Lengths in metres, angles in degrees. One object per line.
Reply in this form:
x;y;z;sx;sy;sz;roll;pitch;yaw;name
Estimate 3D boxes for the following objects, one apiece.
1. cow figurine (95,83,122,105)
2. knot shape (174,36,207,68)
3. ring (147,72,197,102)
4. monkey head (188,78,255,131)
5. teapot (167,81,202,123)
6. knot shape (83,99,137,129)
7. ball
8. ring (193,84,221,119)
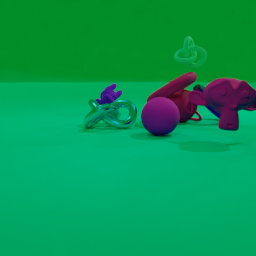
-0.895;-1.250;11.821;1.358;0.758;1.380;-47;19;-18;cow figurine
1.976;-2.405;9.151;0.991;1.059;0.489;-30;1;-19;knot shape
1.481;-1.315;9.564;1.905;0.381;1.905;-30;-1;0;ring
2.301;-0.542;6.509;1.759;1.266;1.060;7;-3;5;monkey head
1.868;-0.864;9.680;0.944;1.929;1.199;-25;30;48;teapot
-0.522;-0.459;8.931;1.647;0.813;1.760;1;14;5;knot shape
0.877;-0.312;7.652;1.053;1.053;1.053;0;10;0;ball
3.060;-0.907;10.113;1.810;0.362;1.810;34;23;-17;ring
